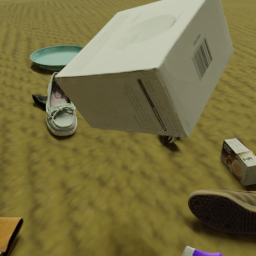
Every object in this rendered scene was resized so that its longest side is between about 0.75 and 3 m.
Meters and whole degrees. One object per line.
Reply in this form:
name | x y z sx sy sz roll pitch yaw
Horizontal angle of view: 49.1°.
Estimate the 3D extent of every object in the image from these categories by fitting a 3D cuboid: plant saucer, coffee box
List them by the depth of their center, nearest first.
coffee box | 2.712 0.786 6.760 0.427 0.612 1.070 -7 34 -11
plant saucer | -3.113 -3.331 13.313 2.884 0.395 2.884 0 32 0

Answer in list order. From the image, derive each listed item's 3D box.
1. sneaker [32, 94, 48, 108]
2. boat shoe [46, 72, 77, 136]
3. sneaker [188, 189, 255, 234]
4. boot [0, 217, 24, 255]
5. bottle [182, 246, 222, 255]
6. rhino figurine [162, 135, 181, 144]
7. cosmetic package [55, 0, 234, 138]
sneaker | -2.829 -0.961 9.749 1.070 0.321 0.558 32 45 32
boat shoe | -2.137 -0.762 8.796 0.925 0.805 2.509 -6 45 -10
sneaker | 2.282 1.614 5.585 2.152 0.758 0.813 12 16 12
boot | -3.373 1.602 5.219 2.762 0.946 2.600 3 33 3
bottle | 1.775 2.430 4.172 2.043 0.667 0.853 16 38 23
rhino figurine | 1.258 -0.085 8.165 0.794 0.543 1.815 -4 34 13
cosmetic package | 0.273 -0.910 4.030 1.788 1.099 1.782 7 51 41
